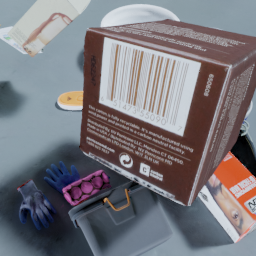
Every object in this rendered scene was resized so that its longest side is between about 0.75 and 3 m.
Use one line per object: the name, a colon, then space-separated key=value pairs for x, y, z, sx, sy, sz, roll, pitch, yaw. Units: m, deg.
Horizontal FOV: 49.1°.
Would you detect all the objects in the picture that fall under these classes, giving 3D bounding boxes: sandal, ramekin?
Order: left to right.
sandal: x=-1.015 y=-1.120 z=9.325 sx=2.738 sy=0.784 sz=1.049 roll=-4 pitch=50 yaw=-4
ramekin: x=0.472 y=-3.375 z=10.777 sx=2.944 sy=1.435 sz=2.944 roll=0 pitch=50 yaw=0

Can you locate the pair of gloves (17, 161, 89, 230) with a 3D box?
pair of gloves: x=-2.033 y=1.719 z=7.353 sx=1.858 sy=0.212 sz=1.493 roll=-30 pitch=56 yaw=-24

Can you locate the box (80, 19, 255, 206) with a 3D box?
box: x=0.885 y=-0.586 z=5.166 sx=2.289 sy=2.265 sz=2.759 roll=23 pitch=32 yaw=27

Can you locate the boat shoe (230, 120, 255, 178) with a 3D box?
boat shoe: x=2.770 y=0.284 z=7.627 sx=1.097 sy=0.906 sz=2.931 roll=-21 pitch=68 yaw=10

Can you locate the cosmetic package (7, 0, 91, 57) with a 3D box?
cosmetic package: x=-2.141 y=-3.021 z=7.599 sx=2.139 sy=0.933 sz=1.106 roll=-26 pitch=32 yaw=35

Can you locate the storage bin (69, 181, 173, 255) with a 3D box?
storage bin: x=-0.055 y=2.156 z=6.286 sx=2.109 sy=1.535 sz=1.417 roll=-21 pitch=64 yaw=-17

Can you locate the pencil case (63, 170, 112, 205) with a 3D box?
pencil case: x=-1.046 y=1.553 z=7.240 sx=1.202 sy=0.545 sz=0.563 roll=-24 pitch=73 yaw=-23

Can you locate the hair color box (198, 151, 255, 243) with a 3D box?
hair color box: x=2.224 y=1.302 z=6.907 sx=0.817 sy=1.418 sz=2.557 roll=-25 pitch=54 yaw=-19

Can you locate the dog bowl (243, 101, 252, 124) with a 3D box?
dog bowl: x=3.049 y=-0.701 z=9.059 sx=1.685 sy=0.664 sz=1.685 roll=0 pitch=51 yaw=0

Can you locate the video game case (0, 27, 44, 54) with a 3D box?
video game case: x=-3.416 y=-2.703 z=8.749 sx=1.268 sy=1.154 sz=0.150 roll=11 pitch=75 yaw=42
